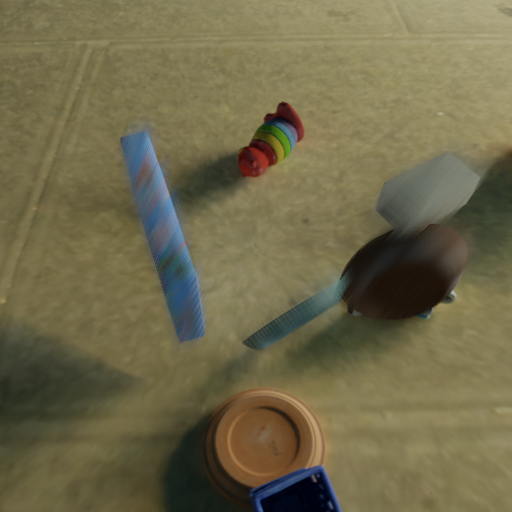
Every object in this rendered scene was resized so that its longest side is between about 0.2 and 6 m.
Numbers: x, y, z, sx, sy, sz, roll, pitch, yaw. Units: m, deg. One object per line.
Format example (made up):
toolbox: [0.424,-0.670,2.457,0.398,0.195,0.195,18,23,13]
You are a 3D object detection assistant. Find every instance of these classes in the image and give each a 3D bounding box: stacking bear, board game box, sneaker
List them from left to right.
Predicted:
board game box: [-1.357,-0.238,8.240,0.461,1.906,2.520,-16,61,-10]
stacking bear: [0.216,-2.232,11.439,0.902,0.963,1.586,46,62,-12]
sneaker: [2.374,0.688,8.935,1.873,0.702,0.812,-16,55,-14]

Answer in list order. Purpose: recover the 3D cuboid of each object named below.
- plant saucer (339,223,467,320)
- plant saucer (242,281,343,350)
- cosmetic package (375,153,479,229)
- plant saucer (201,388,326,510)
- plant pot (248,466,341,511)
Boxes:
plant saucer: [1.788,0.296,6.646,1.582,1.582,0.289,-7,45,-6]
plant saucer: [0.615,0.870,7.975,1.774,1.774,0.243,-28,79,-23]
cosmetic package: [2.089,-0.759,6.862,1.118,0.488,0.578,-25,57,-24]
plant saucer: [0.101,2.524,7.534,1.675,0.270,1.675,0,49,0]
plant pot: [0.440,3.044,6.558,0.930,0.836,0.930,-18,78,-15]
